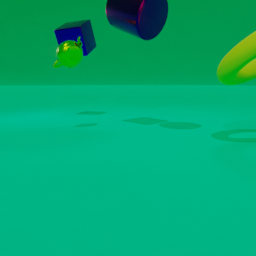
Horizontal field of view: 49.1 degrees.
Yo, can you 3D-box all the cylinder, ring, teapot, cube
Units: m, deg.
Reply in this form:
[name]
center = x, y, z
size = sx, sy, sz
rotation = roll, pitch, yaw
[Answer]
[cylinder]
center = 0.243, -3.149, 7.566
size = 1.231, 1.231, 1.231
rotation = 34, 28, 32
[ring]
center = 2.852, -1.565, 5.847
size = 2.084, 0.417, 2.084
rotation = -22, -15, -6
[teapot]
center = -1.549, -1.993, 7.390
size = 0.560, 1.144, 0.711
rotation = 30, -15, 41
[cube]
center = -1.874, -3.229, 10.142
size = 1.024, 1.024, 1.024
rotation = -1, 33, 17
